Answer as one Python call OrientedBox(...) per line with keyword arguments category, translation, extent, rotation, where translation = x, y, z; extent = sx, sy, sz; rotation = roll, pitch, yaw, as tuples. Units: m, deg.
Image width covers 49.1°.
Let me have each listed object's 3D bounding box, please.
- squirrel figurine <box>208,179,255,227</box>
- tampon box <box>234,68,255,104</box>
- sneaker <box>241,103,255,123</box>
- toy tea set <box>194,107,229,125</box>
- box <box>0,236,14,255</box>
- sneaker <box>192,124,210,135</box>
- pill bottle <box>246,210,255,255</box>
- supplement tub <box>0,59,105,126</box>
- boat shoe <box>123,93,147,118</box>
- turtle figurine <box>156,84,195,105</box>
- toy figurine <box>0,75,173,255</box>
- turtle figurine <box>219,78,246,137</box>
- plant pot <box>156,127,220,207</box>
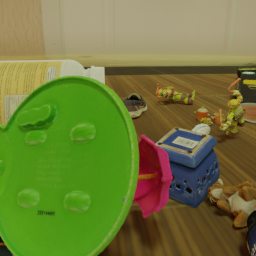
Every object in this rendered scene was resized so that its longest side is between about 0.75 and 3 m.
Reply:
OrientedBox(category="squirrel figurine", translation=(1.697, 1.111, 4.415), extent=(0.829, 0.587, 0.774), rotation=(6, 2, -30))
OrientedBox(category="tampon box", translation=(5.364, -1.695, 11.596), extent=(1.612, 1.358, 2.151), rotation=(5, 19, 15))
OrientedBox(category="sneaker", translation=(4.399, -0.512, 9.240), extent=(1.800, 0.642, 0.719), rotation=(7, 13, 6))
OrientedBox(category="toy tea set", translation=(2.843, -0.440, 9.121), extent=(1.300, 0.481, 0.773), rotation=(-5, 18, -15))
OrientedBox(category="box", translation=(-1.559, 1.389, 3.304), extent=(2.384, 0.548, 1.895), rotation=(1, 18, 4))
OrientedBox(category="sneaker", translation=(1.707, 0.335, 6.830), extent=(0.516, 0.532, 1.457), rotation=(26, 38, 32))
OrientedBox(category="pill bottle", translation=(1.701, 1.407, 3.135), extent=(0.634, 0.634, 1.133), rotation=(3, 17, 10))
OrientedBox(category="supplement tub", translation=(-1.989, -0.402, 6.221), extent=(2.996, 2.178, 2.178), rotation=(-2, 18, -4))
OrientedBox(category="boat shoe", translation=(0.258, -0.925, 10.267), extent=(0.776, 0.700, 2.159), rotation=(5, 18, 14))
OrientedBox(category="turtle figurine", translation=(1.898, -1.343, 11.646), extent=(1.678, 0.670, 2.081), rotation=(11, 15, 12))
OrientedBox(category="toy figurine", translation=(-0.357, 0.518, 3.010), extent=(1.983, 1.488, 1.825), rotation=(-7, -17, 29))
OrientedBox(category="turtle figurine", translation=(2.851, -0.418, 7.393), extent=(0.511, 1.279, 1.586), rotation=(10, 60, 32))
OrientedBox(category="plant pot", translation=(0.976, 0.594, 4.909), extent=(1.017, 0.914, 1.017), rotation=(16, 34, 36))
